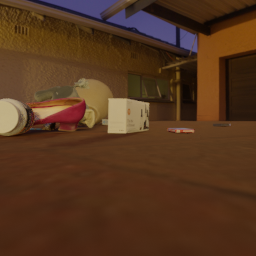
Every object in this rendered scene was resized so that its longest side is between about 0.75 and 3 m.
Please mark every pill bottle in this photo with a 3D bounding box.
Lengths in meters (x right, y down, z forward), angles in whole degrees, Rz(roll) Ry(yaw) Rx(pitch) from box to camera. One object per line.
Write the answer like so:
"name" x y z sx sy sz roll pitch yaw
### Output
"pill bottle" -2.584 -0.233 6.176 0.810 0.810 1.391 0 2 -8

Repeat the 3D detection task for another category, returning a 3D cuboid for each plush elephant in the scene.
"plush elephant" -2.223 -0.738 10.747 2.238 1.732 1.843 -31 48 -9

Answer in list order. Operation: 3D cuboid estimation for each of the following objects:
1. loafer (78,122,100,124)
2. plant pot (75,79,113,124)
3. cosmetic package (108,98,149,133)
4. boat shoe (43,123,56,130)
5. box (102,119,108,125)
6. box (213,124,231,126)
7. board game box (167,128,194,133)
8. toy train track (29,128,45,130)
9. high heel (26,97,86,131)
"loafer" -2.844 -0.600 19.151 2.161 0.777 0.680 -5 1 -41
"plant pot" -2.328 -1.285 17.078 2.827 2.827 1.898 0 35 0
"cosmetic package" 0.091 -0.336 7.972 0.553 0.901 2.183 0 2 19
"boat shoe" -2.619 -0.087 9.377 0.278 0.310 0.838 6 2 -2
"box" -0.673 -0.381 17.518 1.456 0.384 1.867 0 1 11
"box" 4.772 -0.154 14.245 0.760 0.137 0.543 0 1 -33
"board game box" 1.469 0.065 7.931 0.517 0.098 1.004 1 2 -4
"toy train track" -3.386 -0.047 9.588 1.361 0.221 0.781 0 2 -19
"high heel" -2.400 -0.466 7.094 2.602 0.876 1.248 9 -37 -17
